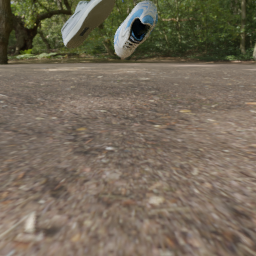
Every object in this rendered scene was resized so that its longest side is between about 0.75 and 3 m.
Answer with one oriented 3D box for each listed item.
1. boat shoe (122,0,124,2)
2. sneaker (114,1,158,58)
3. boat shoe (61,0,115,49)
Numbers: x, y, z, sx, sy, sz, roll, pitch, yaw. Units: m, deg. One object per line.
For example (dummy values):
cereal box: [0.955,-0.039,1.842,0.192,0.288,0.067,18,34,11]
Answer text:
boat shoe: [0.052,-2.773,4.946,2.179,0.917,0.748,-27,24,-22]
sneaker: [0.085,-1.895,5.760,0.583,0.588,1.622,20,-24,-15]
boat shoe: [-1.453,-3.699,9.266,2.467,0.879,0.861,-34,-14,35]
